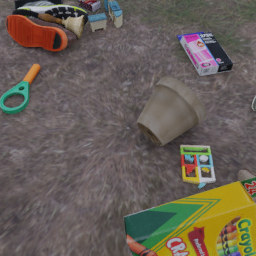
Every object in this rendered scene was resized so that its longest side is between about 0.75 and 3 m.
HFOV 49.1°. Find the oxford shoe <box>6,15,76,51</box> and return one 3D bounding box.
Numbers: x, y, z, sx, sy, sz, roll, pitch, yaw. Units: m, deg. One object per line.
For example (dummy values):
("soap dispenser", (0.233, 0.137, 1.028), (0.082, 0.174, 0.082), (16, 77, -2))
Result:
("oxford shoe", (-3.308, -3.565, 10.545), (2.918, 1.039, 1.059), (24, 31, 17))

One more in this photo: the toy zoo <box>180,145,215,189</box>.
("toy zoo", (1.833, 1.008, 7.412), (0.821, 0.128, 1.251), (2, 52, 2))

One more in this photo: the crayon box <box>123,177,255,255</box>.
("crayon box", (1.400, 1.980, 5.046), (2.590, 1.644, 0.658), (-19, 26, 4))

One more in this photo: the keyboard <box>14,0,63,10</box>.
("keyboard", (-3.899, -5.445, 12.269), (2.049, 0.263, 1.230), (-10, 60, -9))

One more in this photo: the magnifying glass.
("magnifying glass", (-3.423, -1.323, 9.134), (0.853, 0.240, 2.144), (11, 53, 9))

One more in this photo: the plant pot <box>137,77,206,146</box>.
("plant pot", (1.050, -0.334, 7.671), (1.638, 1.638, 1.421), (39, 77, 26))

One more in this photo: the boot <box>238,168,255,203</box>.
("boot", (2.562, 2.237, 6.075), (1.900, 0.913, 2.599), (-25, 44, -4))

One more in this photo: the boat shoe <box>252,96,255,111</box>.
("boat shoe", (4.245, -1.013, 8.351), (0.463, 1.296, 0.387), (32, 16, -18))

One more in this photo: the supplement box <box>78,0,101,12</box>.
("supplement box", (-1.684, -5.434, 12.229), (0.911, 0.277, 0.496), (32, 59, 23))

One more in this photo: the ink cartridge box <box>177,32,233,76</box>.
("ink cartridge box", (2.740, -2.895, 10.230), (1.154, 0.452, 2.436), (-11, 51, -8))

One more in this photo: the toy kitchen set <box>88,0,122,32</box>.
("toy kitchen set", (-1.075, -4.901, 11.350), (1.398, 1.028, 1.745), (-15, 54, -11))

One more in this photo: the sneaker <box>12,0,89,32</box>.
("sneaker", (-3.006, -4.603, 11.143), (2.929, 1.082, 1.186), (4, 50, 1))

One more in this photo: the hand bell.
("hand bell", (-2.548, -4.037, 10.579), (1.657, 0.863, 0.863), (14, 53, -6))
